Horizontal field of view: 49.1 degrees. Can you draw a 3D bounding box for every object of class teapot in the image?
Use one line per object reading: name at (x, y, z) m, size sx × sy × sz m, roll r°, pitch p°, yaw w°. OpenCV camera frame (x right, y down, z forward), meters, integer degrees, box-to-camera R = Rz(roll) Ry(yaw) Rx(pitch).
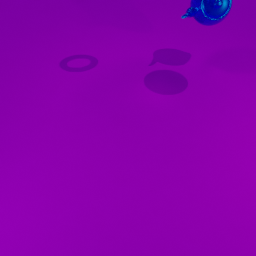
teapot at (2.563, -3.807, 8.651) m, size 2.093 × 1.301 × 1.025 m, roll -20°, pitch 22°, yaw 5°
